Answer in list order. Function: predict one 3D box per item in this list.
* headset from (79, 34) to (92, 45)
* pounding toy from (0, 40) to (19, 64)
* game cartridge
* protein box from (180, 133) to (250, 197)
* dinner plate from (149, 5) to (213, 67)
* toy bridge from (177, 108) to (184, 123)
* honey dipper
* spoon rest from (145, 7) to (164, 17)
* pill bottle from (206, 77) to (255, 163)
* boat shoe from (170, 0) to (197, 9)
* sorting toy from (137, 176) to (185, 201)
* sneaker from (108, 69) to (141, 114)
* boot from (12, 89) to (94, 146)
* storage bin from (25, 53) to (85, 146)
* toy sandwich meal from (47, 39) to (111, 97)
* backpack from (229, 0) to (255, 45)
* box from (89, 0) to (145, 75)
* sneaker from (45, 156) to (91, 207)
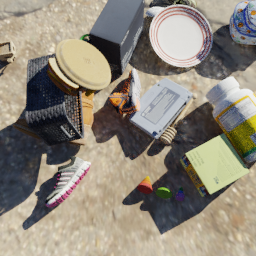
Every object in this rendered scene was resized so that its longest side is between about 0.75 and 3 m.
[{"bbox_3d":[-1.593,-3.748,12.025,1.162,0.546,0.717,13,72,16],"label":"headset"},{"bbox_3d":[-4.982,-3.117,11.845,0.910,0.474,1.036,-11,71,-4],"label":"pounding toy"},{"bbox_3d":[1.212,-0.839,10.931,1.557,0.486,2.338,34,75,30],"label":"game cartridge"},{"bbox_3d":[3.022,1.349,9.988,1.605,1.083,1.593,-27,73,-9],"label":"protein box"},{"bbox_3d":[2.247,-3.893,11.960,2.768,0.335,2.768,1,83,-9],"label":"dinner plate"},{"bbox_3d":[2.138,-0.744,11.205,0.373,0.151,1.108,14,72,5],"label":"toy bridge"},{"bbox_3d":[2.062,-0.419,10.946,0.451,0.451,2.376,34,74,11],"label":"honey dipper"},{"bbox_3d":[1.762,-5.008,12.388,1.989,0.603,0.988,-1,32,0],"label":"spoon rest"},{"bbox_3d":[4.199,-0.364,10.283,1.658,1.658,2.940,-29,74,-9],"label":"pill bottle"},{"bbox_3d":[2.261,-5.830,12.697,1.761,0.629,0.579,33,69,6],"label":"boat shoe"},{"bbox_3d":[1.223,2.129,10.115,1.697,0.588,0.584,13,48,6],"label":"sorting toy"},{"bbox_3d":[-0.164,-1.459,11.098,1.199,0.830,2.139,-10,50,18],"label":"sneaker"},{"bbox_3d":[-2.705,-0.632,10.596,2.825,1.083,2.193,9,76,-2],"label":"boot"},{"bbox_3d":[-2.389,-0.963,9.341,1.256,1.811,2.679,-12,61,5],"label":"storage bin"},{"bbox_3d":[-1.463,-1.823,8.662,2.118,0.725,2.118,24,46,-28],"label":"toy sandwich meal"},{"bbox_3d":[5.376,-4.474,11.792,2.023,1.636,2.124,-3,74,10],"label":"backpack"},{"bbox_3d":[-0.353,-3.800,11.165,1.257,2.198,2.414,22,72,7],"label":"box"},{"bbox_3d":[-2.289,1.843,10.018,0.914,0.770,2.089,36,71,13],"label":"sneaker"}]
